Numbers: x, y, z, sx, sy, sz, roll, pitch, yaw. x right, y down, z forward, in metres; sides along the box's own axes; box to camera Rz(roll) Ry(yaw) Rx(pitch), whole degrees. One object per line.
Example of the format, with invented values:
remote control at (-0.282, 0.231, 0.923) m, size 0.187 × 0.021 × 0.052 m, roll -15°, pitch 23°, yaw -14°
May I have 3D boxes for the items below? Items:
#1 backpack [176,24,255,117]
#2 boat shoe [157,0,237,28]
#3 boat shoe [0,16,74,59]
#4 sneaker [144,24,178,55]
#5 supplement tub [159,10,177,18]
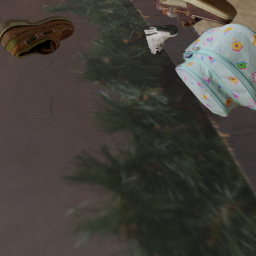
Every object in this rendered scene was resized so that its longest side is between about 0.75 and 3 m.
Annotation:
backpack at (1.962, -1.108, 5.516) m, size 1.460 × 1.674 × 1.904 m, roll -45°, pitch 14°, yaw -3°
boat shoe at (1.382, -2.556, 6.100) m, size 0.736 × 0.734 × 2.040 m, roll -29°, pitch 52°, yaw -35°
boat shoe at (-1.653, -1.722, 5.488) m, size 0.621 × 0.657 × 1.826 m, roll 53°, pitch 41°, yaw 1°
sneaker at (0.804, -1.997, 6.399) m, size 0.405 × 0.618 × 1.074 m, roll -26°, pitch 28°, yaw -20°
supplement tub at (1.405, -4.268, 9.920) m, size 0.476 × 0.476 × 0.777 m, roll -27°, pitch 52°, yaw -28°
